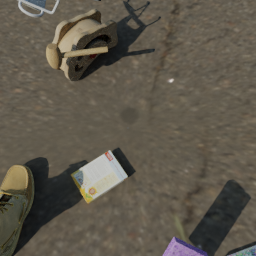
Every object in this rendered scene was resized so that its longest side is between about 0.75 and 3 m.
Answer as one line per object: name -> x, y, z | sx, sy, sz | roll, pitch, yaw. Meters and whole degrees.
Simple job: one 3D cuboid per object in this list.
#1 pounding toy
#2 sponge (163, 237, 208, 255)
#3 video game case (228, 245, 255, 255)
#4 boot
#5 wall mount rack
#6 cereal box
pounding toy -> -1.223, -2.192, 8.411 | 1.656, 1.651, 2.887 | 38, 52, 15
sponge -> 0.857, 2.794, 5.254 | 0.763, 0.204, 1.368 | 28, 97, -10
video game case -> 3.295, 3.547, 6.323 | 1.583, 0.206, 1.739 | -16, 56, -7
boot -> -2.952, 1.785, 6.373 | 0.865, 1.848, 2.378 | 9, 66, 4
wall mount rack -> -2.370, -3.409, 6.533 | 1.535, 0.659, 1.766 | 16, 44, -28
cereal box -> -0.758, 1.292, 7.470 | 1.256, 0.248, 0.903 | -31, 70, -13
